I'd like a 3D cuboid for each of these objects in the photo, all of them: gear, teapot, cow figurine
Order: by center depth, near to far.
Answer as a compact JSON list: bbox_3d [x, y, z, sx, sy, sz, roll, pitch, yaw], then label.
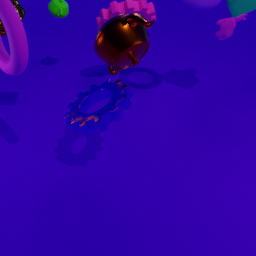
[{"bbox_3d":[-0.041,-1.835,6.129,1.276,2.052,1.005,-24,77,-32],"label":"teapot"},{"bbox_3d":[-0.704,-0.531,6.635,1.644,0.304,1.644,-19,38,15],"label":"gear"},{"bbox_3d":[3.534,-3.555,9.574,0.971,0.542,0.987,-5,66,46],"label":"cow figurine"},{"bbox_3d":[-0.057,-3.784,9.821,2.051,2.051,0.379,-10,83,-12],"label":"gear"},{"bbox_3d":[-2.521,-4.465,10.258,0.746,0.587,1.200,6,51,-30],"label":"teapot"}]

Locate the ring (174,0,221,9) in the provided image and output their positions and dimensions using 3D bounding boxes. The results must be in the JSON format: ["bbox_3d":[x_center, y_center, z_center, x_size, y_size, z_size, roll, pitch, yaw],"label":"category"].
[{"bbox_3d":[1.933,-4.028,8.198,1.682,0.336,1.682,5,53,-7],"label":"ring"}]

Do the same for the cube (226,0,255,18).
[{"bbox_3d":[3.533,-3.973,8.150,0.973,0.973,0.973,-35,16,-24],"label":"cube"}]

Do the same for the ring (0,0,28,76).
[{"bbox_3d":[-2.559,-1.893,5.762,0.329,1.646,1.646,-26,46,-37],"label":"ring"}]

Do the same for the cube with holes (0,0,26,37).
[{"bbox_3d":[-3.288,-2.957,7.186,0.809,0.809,0.809,-8,56,17],"label":"cube with holes"}]
